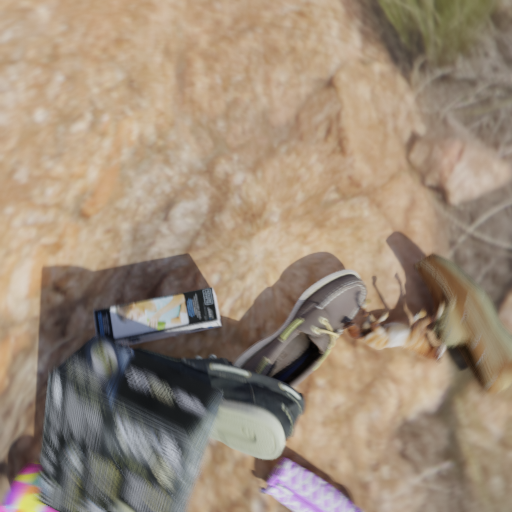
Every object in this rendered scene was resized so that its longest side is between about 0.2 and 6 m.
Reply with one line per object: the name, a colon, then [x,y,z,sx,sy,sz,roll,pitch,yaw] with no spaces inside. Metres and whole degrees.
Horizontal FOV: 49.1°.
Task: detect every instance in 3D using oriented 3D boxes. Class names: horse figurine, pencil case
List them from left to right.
pencil case: [-2.854,4.067,8.652,2.126,0.940,0.940,24,77,7]
pencil case: [0.901,3.850,8.812,1.602,0.685,0.672,31,82,6]
horse figurine: [2.295,1.242,9.297,1.832,1.214,0.457,2,48,1]

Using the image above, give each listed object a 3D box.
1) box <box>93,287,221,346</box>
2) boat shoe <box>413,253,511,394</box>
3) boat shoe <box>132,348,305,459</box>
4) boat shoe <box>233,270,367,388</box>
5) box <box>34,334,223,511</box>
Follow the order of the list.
box: [-1.585,1.040,9.288,1.926,1.123,0.579,-10,79,-4]
boat shoe: [3.383,1.118,9.157,0.921,0.944,2.495,-34,77,-7]
boat shoe: [-0.781,2.068,8.655,3.141,1.128,1.062,13,38,27]
boat shoe: [0.831,1.366,9.143,2.802,0.834,1.007,-41,117,-7]
box: [-1.850,2.711,7.920,2.079,1.093,2.539,22,118,11]
